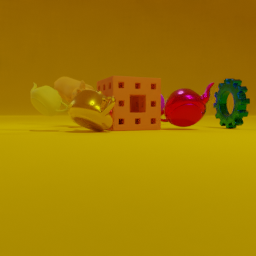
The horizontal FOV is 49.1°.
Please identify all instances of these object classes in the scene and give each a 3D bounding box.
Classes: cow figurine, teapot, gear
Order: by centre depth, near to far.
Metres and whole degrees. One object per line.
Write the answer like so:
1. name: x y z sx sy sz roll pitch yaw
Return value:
1. teapot: -0.837 -0.458 6.527 1.101 0.867 1.771 29 -21 -32
2. teapot: -1.917 -0.694 6.635 1.222 0.599 0.760 31 -29 15
3. teapot: 1.529 -0.615 7.416 1.754 0.859 1.091 -28 -48 26
4. gear: 2.924 -0.699 8.012 0.258 1.397 1.397 -2 3 -13
5. cow figurine: -1.697 -1.123 8.806 1.700 0.933 1.673 25 7 12

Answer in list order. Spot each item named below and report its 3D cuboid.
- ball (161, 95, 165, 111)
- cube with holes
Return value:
1. ball: 0.913 -0.972 11.180 1.100 1.100 1.100 0 3 0
2. cube with holes: -0.014 -0.638 7.630 1.334 1.334 1.334 -1 3 -23
